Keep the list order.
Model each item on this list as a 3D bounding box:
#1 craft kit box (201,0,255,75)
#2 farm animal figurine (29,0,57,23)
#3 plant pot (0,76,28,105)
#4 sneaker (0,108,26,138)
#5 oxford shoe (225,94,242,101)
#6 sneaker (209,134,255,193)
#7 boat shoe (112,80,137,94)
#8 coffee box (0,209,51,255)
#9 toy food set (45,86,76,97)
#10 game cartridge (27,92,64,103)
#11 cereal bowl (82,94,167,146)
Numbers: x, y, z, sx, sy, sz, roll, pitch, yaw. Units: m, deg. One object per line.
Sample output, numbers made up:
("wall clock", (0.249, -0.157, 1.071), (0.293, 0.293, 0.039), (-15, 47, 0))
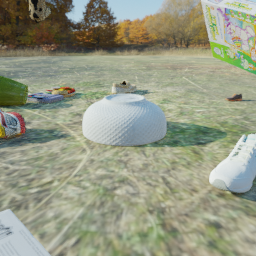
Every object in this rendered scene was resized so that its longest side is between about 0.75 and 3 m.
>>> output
("craft kit box", (3.427, -2.762, 8.472), (0.570, 2.348, 2.319), (-41, 48, -5))
("farm animal figurine", (-2.190, -3.083, 6.029), (1.118, 1.384, 0.696), (-38, 21, 34))
("plant pot", (-4.934, -1.499, 11.818), (1.258, 1.306, 1.306), (9, 16, -10))
("sneaker", (-4.018, -0.210, 8.181), (2.124, 0.827, 0.872), (10, 21, 29))
("oxford shoe", (4.819, -1.415, 12.782), (0.882, 0.321, 0.314), (-7, 19, -20))
("sneaker", (2.310, 0.592, 5.615), (0.770, 0.878, 2.191), (18, 26, 40))
("boat shoe", (-0.143, -2.181, 14.636), (0.695, 0.652, 1.885), (11, 21, 32))
("coffee box", (-1.216, 1.537, 2.195), (1.123, 1.110, 1.121), (-15, 23, -39))
("toy food set", (-3.371, -1.816, 13.965), (1.488, 0.366, 1.503), (12, 22, 33))
("game cartridge", (-3.897, -1.406, 12.876), (1.572, 0.302, 1.019), (9, 16, 27))
("cereal bowl", (-0.116, -0.394, 8.384), (2.569, 1.070, 2.569), (-1, 18, 0))
